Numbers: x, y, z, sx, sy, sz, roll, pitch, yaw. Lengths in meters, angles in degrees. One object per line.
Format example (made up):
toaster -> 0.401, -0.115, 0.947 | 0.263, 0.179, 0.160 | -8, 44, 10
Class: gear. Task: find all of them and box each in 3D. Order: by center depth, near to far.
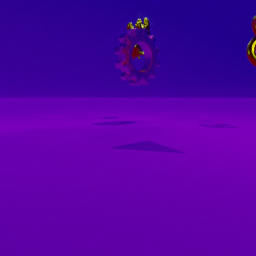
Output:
gear -> 0.323, -2.196, 8.732 | 1.720, 1.720, 0.318 | -6, 12, -43

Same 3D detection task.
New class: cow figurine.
cow figurine -> 0.400, -3.336, 10.556 | 0.738, 1.323, 1.344 | 8, 33, 37

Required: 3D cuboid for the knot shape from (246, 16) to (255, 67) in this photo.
knot shape -> 3.718, -2.429, 7.674 | 0.684, 1.386, 1.481 | 4, 39, 35
